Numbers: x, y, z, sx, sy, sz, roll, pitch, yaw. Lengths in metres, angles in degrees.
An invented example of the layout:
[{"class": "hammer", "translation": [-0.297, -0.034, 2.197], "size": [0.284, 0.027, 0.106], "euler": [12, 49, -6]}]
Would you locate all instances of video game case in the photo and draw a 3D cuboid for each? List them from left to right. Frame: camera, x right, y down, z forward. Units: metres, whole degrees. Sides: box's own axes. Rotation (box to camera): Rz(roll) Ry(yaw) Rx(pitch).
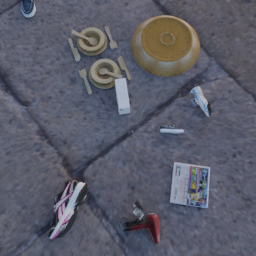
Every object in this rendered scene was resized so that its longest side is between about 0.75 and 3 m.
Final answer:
[{"class": "video game case", "translation": [2.238, 2.039, 10.065], "size": [1.319, 0.166, 1.447], "euler": [8, 73, 2]}]

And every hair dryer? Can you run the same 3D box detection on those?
[{"class": "hair dryer", "translation": [0.538, 3.355, 9.652], "size": [1.530, 0.416, 1.165], "euler": [39, 95, 14]}]

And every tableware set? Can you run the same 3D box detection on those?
[{"class": "tableware set", "translation": [-1.222, -2.917, 11.265], "size": [1.875, 0.569, 2.837], "euler": [-21, 75, -6]}]

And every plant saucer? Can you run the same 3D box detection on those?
[{"class": "plant saucer", "translation": [1.566, -3.515, 11.470], "size": [2.905, 0.514, 2.905], "euler": [0, 74, 0]}]

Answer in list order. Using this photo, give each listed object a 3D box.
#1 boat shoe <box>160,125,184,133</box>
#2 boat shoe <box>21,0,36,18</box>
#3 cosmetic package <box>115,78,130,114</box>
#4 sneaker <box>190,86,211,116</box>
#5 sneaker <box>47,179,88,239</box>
[{"class": "boat shoe", "translation": [1.659, 0.020, 10.580], "size": [0.885, 0.317, 0.300], "euler": [3, 75, 8]}, {"class": "boat shoe", "translation": [-4.350, -5.634, 11.936], "size": [0.605, 0.777, 1.711], "euler": [-6, 74, -2]}, {"class": "cosmetic package", "translation": [-0.213, -1.214, 10.753], "size": [0.460, 0.631, 1.241], "euler": [-9, 75, -3]}, {"class": "sneaker", "translation": [2.840, -0.989, 10.843], "size": [0.455, 0.451, 1.256], "euler": [-30, 81, 30]}, {"class": "sneaker", "translation": [-2.202, 2.740, 9.646], "size": [0.902, 0.839, 2.089], "euler": [21, 69, 22]}]
